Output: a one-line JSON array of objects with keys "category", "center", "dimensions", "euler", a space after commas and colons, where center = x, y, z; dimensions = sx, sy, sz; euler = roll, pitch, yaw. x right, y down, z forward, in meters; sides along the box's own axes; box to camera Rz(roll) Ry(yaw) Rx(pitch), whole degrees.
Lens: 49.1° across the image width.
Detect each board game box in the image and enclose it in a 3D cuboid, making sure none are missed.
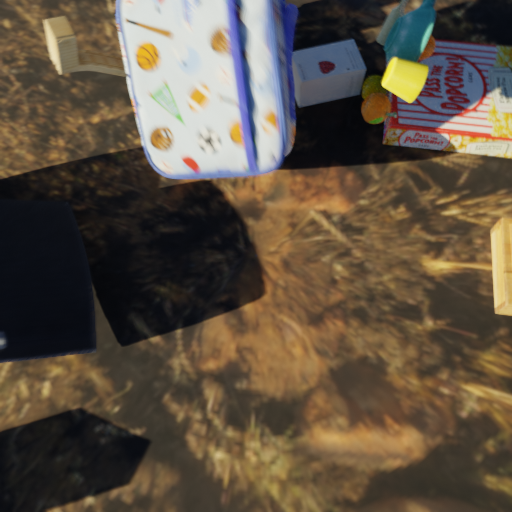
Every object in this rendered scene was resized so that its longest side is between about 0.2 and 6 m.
[{"category": "board game box", "center": [3.564, -2.747, 9.702], "dimensions": [2.584, 0.598, 1.957], "euler": [6, 68, 2]}]

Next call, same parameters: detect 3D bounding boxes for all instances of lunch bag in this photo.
[{"category": "lunch bag", "center": [-0.616, -2.757, 8.273], "dimensions": [2.518, 3.142, 1.187], "euler": [1, 24, 19]}]

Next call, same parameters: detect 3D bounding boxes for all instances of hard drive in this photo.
[{"category": "hard drive", "center": [-3.212, 0.250, 8.096], "dimensions": [1.675, 0.526, 2.483], "euler": [0, 60, -36]}]

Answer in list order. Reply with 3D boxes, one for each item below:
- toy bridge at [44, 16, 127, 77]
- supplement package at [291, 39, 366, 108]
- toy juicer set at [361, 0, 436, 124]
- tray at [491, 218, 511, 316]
[{"category": "toy bridge", "center": [-1.523, -3.819, 9.720], "dimensions": [4.048, 1.361, 0.551], "euler": [-24, 69, -23]}, {"category": "supplement package", "center": [1.220, -3.199, 9.844], "dimensions": [1.166, 0.699, 0.707], "euler": [-14, 68, -6]}, {"category": "toy juicer set", "center": [2.445, -3.341, 9.320], "dimensions": [0.751, 1.756, 2.761], "euler": [20, 65, -6]}, {"category": "tray", "center": [5.145, 0.292, 8.494], "dimensions": [2.896, 0.536, 1.428], "euler": [6, 68, 2]}]
